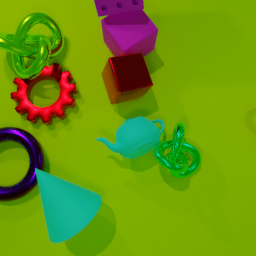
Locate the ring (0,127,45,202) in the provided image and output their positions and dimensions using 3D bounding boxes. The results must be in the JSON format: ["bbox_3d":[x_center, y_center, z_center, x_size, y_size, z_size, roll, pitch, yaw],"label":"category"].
[{"bbox_3d":[-3.240,0.950,7.516,2.002,0.400,2.002,0,80,1],"label":"ring"}]

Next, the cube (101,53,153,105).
[{"bbox_3d":[-0.049,-1.330,7.646,0.983,0.983,0.983,-14,80,-20],"label":"cube"}]

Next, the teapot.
[{"bbox_3d":[0.141,0.211,7.333,1.962,1.220,0.961,-20,68,-22],"label":"teapot"}]

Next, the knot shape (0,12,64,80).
[{"bbox_3d":[-2.912,-2.371,7.870,1.886,0.931,2.016,12,62,2],"label":"knot shape"}]

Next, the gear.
[{"bbox_3d":[-2.384,-1.003,8.033,1.821,0.337,1.821,0,78,0],"label":"gear"}]

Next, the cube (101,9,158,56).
[{"bbox_3d":[0.033,-2.622,7.966,1.135,1.135,1.135,-34,80,-8],"label":"cube"}]

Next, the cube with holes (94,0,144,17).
[{"bbox_3d":[-0.285,-3.763,7.103,1.201,1.201,1.201,-7,47,7],"label":"cube with holes"}]

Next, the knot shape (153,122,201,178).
[{"bbox_3d":[1.243,0.676,7.222,0.693,1.404,1.501,-12,96,41],"label":"knot shape"}]

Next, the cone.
[{"bbox_3d":[-1.651,1.514,6.460,1.511,1.511,1.517,-37,105,-7],"label":"cone"}]
